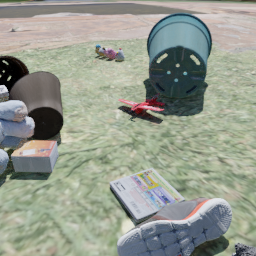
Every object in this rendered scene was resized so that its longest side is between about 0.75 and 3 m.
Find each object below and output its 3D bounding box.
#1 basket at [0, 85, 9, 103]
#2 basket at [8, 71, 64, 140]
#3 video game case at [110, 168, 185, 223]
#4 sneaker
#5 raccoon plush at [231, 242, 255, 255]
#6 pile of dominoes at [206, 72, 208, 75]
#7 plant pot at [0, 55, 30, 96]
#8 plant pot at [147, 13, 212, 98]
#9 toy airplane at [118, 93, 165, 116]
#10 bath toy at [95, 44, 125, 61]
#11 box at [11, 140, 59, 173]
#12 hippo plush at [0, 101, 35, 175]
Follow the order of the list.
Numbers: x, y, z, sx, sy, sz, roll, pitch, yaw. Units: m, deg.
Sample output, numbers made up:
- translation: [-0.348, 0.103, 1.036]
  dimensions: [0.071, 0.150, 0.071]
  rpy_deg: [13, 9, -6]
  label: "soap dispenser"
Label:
- translation: [-4.592, -0.930, 9.405]
  dimensions: [1.098, 0.677, 0.744]
  rpy_deg: [-18, 35, -27]
  label: "basket"
- translation: [-2.634, -0.612, 8.265]
  dimensions: [1.738, 1.311, 1.928]
  rpy_deg: [-33, 41, -1]
  label: "basket"
- translation: [0.373, 1.364, 5.920]
  dimensions: [1.127, 0.137, 1.238]
  rpy_deg: [-15, 31, -25]
  label: "video game case"
- translation: [0.749, 1.754, 4.867]
  dimensions: [2.139, 0.824, 0.876]
  rpy_deg: [-11, 6, -22]
  label: "sneaker"
- translation: [1.619, 2.196, 3.758]
  dimensions: [0.599, 0.829, 1.238]
  rpy_deg: [7, 30, 12]
  label: "raccoon plush"
- translation: [3.152, -2.500, 12.685]
  dimensions: [0.784, 0.160, 1.006]
  rpy_deg: [15, 33, 24]
  label: "pile of dominoes"
- translation: [-4.756, -2.037, 10.651]
  dimensions: [1.556, 1.556, 1.540]
  rpy_deg: [-20, 28, -31]
  label: "plant pot"
- translation: [1.907, -2.656, 10.749]
  dimensions: [2.712, 2.712, 2.656]
  rpy_deg: [5, 38, 9]
  label: "plant pot"
- translation: [0.566, -0.793, 9.515]
  dimensions: [1.784, 0.328, 1.784]
  rpy_deg: [-2, 27, 1]
  label: "toy airplane"
- translation: [-0.944, -4.023, 14.873]
  dimensions: [1.763, 0.652, 0.767]
  rpy_deg: [21, 36, 31]
  label: "bath toy"
- translation: [-2.221, 0.677, 6.783]
  dimensions: [0.900, 0.479, 0.685]
  rpy_deg: [0, 30, 1]
  label: "box"
- translation: [-3.110, 0.182, 6.401]
  dimensions: [1.608, 2.019, 1.623]
  rpy_deg: [-22, 38, 6]
  label: "hippo plush"
